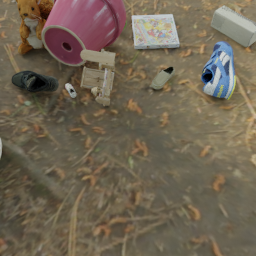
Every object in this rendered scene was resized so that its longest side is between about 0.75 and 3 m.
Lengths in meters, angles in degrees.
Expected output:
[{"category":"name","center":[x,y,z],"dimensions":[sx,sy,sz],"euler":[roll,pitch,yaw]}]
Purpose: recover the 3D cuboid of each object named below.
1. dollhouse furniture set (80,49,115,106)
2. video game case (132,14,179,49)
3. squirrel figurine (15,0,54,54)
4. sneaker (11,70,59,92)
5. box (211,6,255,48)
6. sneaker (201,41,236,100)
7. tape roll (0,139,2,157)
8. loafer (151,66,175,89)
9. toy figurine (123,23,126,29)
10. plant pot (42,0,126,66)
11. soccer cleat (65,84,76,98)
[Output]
[{"category":"dollhouse furniture set","center":[-1.076,-1.567,9.187],"dimensions":[1.137,2.569,1.331],"euler":[9,85,-4]},{"category":"video game case","center":[1.167,-4.276,12.337],"dimensions":[1.896,0.238,2.083],"euler":[-3,57,-1]},{"category":"squirrel figurine","center":[-3.783,-4.441,11.306],"dimensions":[1.570,2.071,2.219],"euler":[1,54,6]},{"category":"sneaker","center":[-3.559,-1.702,10.052],"dimensions":[1.879,1.076,0.718],"euler":[14,98,17]},{"category":"box","center":[4.623,-4.392,12.079],"dimensions":[0.685,0.824,2.005],"euler":[-37,65,-22]},{"category":"sneaker","center":[3.352,-2.302,10.601],"dimensions":[1.112,1.000,2.704],"euler":[4,56,5]},{"category":"tape roll","center":[-5.256,0.573,8.272],"dimensions":[2.752,0.962,2.752],"euler":[6,63,-12]},{"category":"loafer","center":[1.338,-1.963,10.692],"dimensions":[0.478,0.431,1.263],"euler":[35,63,21]},{"category":"toy figurine","center":[-0.542,-4.943,12.610],"dimensions":[1.193,0.896,1.098],"euler":[-9,39,23]},{"category":"plant pot","center":[-1.797,-3.819,10.485],"dimensions":[2.811,2.811,2.516],"euler":[18,58,12]},{"category":"soccer cleat","center":[-2.129,-1.455,10.421],"dimensions":[0.265,0.328,0.759],"euler":[-26,60,-16]}]
